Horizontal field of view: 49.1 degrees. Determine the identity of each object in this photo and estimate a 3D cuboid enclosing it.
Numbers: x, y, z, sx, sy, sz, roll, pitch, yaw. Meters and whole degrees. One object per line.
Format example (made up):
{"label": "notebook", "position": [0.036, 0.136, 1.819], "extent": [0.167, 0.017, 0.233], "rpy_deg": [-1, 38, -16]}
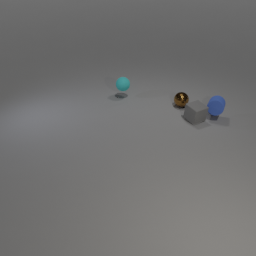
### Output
{"label": "ball", "position": [2.511, -1.341, 13.176], "extent": [0.700, 0.700, 0.700], "rpy_deg": [0, 30, 0]}
{"label": "cube", "position": [2.888, -0.668, 11.940], "extent": [0.700, 0.700, 0.700], "rpy_deg": [-19, 43, -25]}
{"label": "cylinder", "position": [3.792, -0.969, 12.031], "extent": [0.700, 0.700, 0.700], "rpy_deg": [12, 27, 20]}
{"label": "ball", "position": [-0.251, -2.166, 13.835], "extent": [0.700, 0.700, 0.700], "rpy_deg": [0, 30, 0]}
